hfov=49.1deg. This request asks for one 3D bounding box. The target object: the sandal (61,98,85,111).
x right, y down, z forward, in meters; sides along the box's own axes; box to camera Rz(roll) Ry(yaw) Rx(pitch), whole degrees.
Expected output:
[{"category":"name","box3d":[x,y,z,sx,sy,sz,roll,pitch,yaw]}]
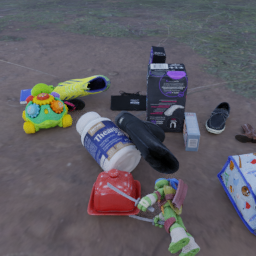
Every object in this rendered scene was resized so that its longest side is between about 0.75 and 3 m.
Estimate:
[{"category":"sandal","box3d":[-2.539,-0.941,11.888,1.543,0.580,0.348,2,38,17]}]

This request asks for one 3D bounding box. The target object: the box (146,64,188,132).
[{"category":"box","box3d":[1.399,-1.111,10.475,1.412,2.311,1.226,1,33,3]}]

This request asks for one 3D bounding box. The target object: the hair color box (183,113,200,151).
[{"category":"hair color box","box3d":[2.260,0.115,10.098,0.440,0.718,1.450,3,34,5]}]

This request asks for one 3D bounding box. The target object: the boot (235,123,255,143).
[{"category":"boot","box3d":[4.333,0.138,10.420,0.935,0.322,1.004,13,37,-3]}]

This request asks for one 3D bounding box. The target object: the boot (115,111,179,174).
[{"category":"boot","box3d":[0.812,0.482,8.150,1.996,0.795,2.421,22,11,-31]}]

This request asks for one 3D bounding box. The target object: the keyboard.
[{"category":"keyboard","box3d":[0.298,-1.126,12.438,2.124,0.421,1.105,1,57,-1]}]

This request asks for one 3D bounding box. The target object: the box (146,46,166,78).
[{"category":"box","box3d":[1.368,-2.991,13.794,0.676,1.713,1.209,7,34,-2]}]

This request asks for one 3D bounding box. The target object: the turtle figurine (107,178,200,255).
[{"category":"turtle figurine","box3d":[0.669,2.140,6.504,1.926,1.386,1.867,-9,37,-16]}]

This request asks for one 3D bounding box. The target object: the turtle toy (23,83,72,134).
[{"category":"turtle toy","box3d":[-3.301,-0.865,11.073,1.820,1.262,2.497,-12,35,-17]}]

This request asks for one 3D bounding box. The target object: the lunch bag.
[{"category":"lunch bag","box3d":[3.717,1.677,7.305,1.807,1.316,2.126,-7,49,-10]}]

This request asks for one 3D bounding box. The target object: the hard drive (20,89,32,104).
[{"category":"hard drive","box3d":[-4.587,-1.496,13.033,0.773,0.149,1.171,-9,35,-13]}]

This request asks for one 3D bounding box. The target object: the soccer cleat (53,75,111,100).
[{"category":"soccer cleat","box3d":[-2.097,-1.774,12.330,2.695,0.871,1.127,-14,10,-1]}]

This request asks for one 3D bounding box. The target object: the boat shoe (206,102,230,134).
[{"category":"boat shoe","box3d":[3.581,-0.435,11.035,0.737,0.615,1.975,20,40,24]}]

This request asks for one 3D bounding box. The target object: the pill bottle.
[{"category":"pill bottle","box3d":[-0.700,0.450,8.872,1.223,1.223,2.203,-23,50,-30]}]

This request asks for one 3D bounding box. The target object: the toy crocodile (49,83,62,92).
[{"category":"toy crocodile","box3d":[-3.376,-1.801,13.298,1.372,0.424,0.463,-20,79,-29]}]

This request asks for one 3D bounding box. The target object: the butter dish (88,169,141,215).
[{"category":"butter dish","box3d":[-0.362,1.567,7.548,1.395,1.031,1.391,-1,29,3]}]
